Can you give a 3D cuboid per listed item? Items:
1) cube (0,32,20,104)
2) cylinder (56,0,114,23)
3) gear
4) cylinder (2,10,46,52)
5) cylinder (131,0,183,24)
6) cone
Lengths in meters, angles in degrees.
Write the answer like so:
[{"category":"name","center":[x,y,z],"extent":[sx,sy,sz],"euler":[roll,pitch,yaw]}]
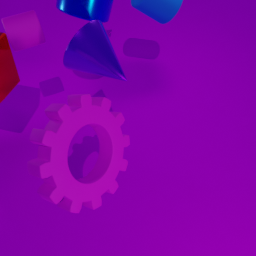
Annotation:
[{"category":"cube","center":[-3.376,-1.280,6.091],"extent":[1.285,1.285,1.285],"euler":[11,46,9]},{"category":"cylinder","center":[-0.914,-3.247,6.409],"extent":[1.274,1.274,1.274],"euler":[14,28,-8]},{"category":"gear","center":[-0.688,0.390,4.495],"extent":[0.338,1.827,1.827],"euler":[6,46,40]},{"category":"cylinder","center":[-2.253,-2.108,6.093],"extent":[0.709,0.709,0.709],"euler":[-21,55,-13]},{"category":"cylinder","center":[0.813,-3.682,7.897],"extent":[1.086,1.086,1.086],"euler":[18,45,-29]},{"category":"cone","center":[-0.455,-1.291,5.546],"extent":[1.157,1.152,1.152],"euler":[40,60,6]}]
